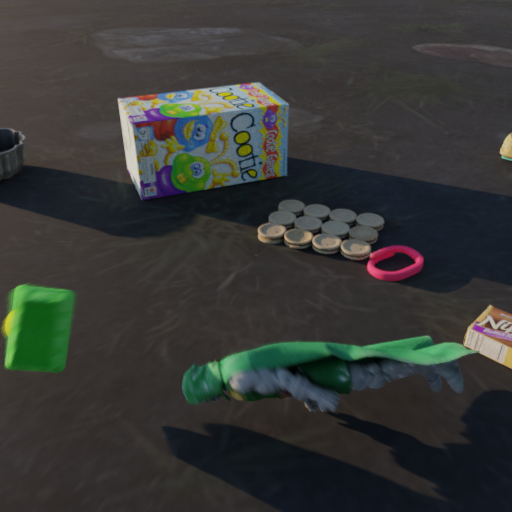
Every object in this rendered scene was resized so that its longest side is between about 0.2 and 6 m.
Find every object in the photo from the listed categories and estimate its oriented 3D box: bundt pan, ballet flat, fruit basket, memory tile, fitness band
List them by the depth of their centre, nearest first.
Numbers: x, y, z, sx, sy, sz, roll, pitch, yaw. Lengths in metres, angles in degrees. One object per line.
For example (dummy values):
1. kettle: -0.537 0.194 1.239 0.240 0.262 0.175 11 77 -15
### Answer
1. fruit basket: -2.640 0.870 6.718 0.779 1.080 1.080 7 30 -15
2. fitness band: 2.256 0.123 9.093 0.953 0.178 0.684 -20 40 -27
3. memory tile: 1.173 -0.489 10.049 2.023 0.170 1.550 13 35 18
4. bundt pan: -5.921 -2.075 12.017 1.988 0.746 1.988 0 31 0
5. ballet flat: 6.411 -2.212 12.262 0.739 0.739 2.091 -26 41 -35

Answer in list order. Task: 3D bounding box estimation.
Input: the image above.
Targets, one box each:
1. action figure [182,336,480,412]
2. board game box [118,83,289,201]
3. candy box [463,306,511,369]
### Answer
1. action figure: 0.667 1.310 6.132 2.941 1.737 0.804 -3 76 -3
2. board game box: -1.083 -2.462 11.753 3.159 1.657 1.627 -13 35 -17
3. candy box: 3.441 1.156 7.281 1.211 0.342 0.706 28 41 35
